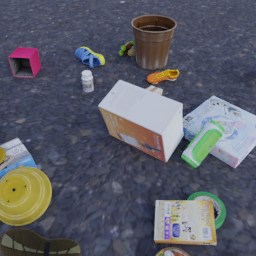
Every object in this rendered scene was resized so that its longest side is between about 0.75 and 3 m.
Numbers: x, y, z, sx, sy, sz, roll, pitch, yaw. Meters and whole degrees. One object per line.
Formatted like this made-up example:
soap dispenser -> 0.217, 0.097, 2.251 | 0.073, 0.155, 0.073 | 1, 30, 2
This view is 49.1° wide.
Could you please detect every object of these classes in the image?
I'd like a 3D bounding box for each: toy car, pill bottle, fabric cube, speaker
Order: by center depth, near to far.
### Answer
speaker -> 2.545, 0.539, 9.510 | 0.724, 0.724, 1.636 | 38, 89, 35
pill bottle -> -1.875, -2.171, 12.982 | 0.518, 0.911, 0.518 | 0, 41, 0
fabric cube -> -5.165, -3.298, 14.121 | 1.097, 1.118, 1.114 | 3, 40, 5
toy car -> 0.154, -4.172, 15.596 | 0.837, 0.804, 1.019 | -36, 82, -29

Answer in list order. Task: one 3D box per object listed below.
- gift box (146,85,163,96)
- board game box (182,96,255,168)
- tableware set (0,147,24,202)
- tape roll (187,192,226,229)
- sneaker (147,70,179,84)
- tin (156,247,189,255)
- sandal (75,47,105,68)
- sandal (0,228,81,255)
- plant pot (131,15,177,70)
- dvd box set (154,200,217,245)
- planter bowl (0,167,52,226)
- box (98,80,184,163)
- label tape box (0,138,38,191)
gift box -> 1.021, -1.397, 12.315 | 0.758, 0.700, 0.708 | 19, 36, 26
board game box -> 3.657, 0.001, 10.777 | 2.588, 0.564, 2.601 | 33, 51, 32
tableware set -> -4.115, 1.460, 8.861 | 2.083, 0.320, 1.403 | 37, 71, 14
tape roll -> 2.267, 2.432, 8.251 | 1.152, 0.277, 1.152 | 0, 41, 0
sneaker -> 1.680, -2.573, 13.577 | 1.626, 0.627, 0.593 | -14, 71, -11
tin -> 1.226, 3.821, 6.623 | 1.077, 0.403, 1.923 | -7, 42, -14
sandal -> -2.173, -3.752, 14.949 | 1.894, 0.753, 0.825 | 27, 52, 29
sandal -> -2.269, 3.167, 7.281 | 2.071, 0.565, 0.846 | 10, 47, -10
plant pot -> 1.256, -4.351, 14.481 | 2.230, 2.208, 2.230 | 1, 42, -1
dvd box set -> 1.564, 2.591, 7.782 | 1.634, 0.240, 1.195 | -3, 49, 12
planter bowl -> -3.181, 1.857, 8.093 | 1.771, 0.738, 1.771 | 0, 64, 0
box -> 0.516, -0.241, 9.820 | 2.527, 1.924, 1.344 | 25, 65, 26
label tape box -> -3.881, 1.223, 9.407 | 1.273, 0.559, 1.765 | -28, 48, -28
